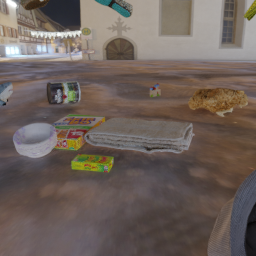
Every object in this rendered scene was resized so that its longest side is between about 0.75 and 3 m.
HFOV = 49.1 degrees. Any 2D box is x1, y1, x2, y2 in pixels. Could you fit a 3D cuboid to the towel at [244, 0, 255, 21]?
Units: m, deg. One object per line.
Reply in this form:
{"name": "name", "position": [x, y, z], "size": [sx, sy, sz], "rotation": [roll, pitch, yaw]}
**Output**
{"name": "towel", "position": [2.930, -2.709, 4.709], "size": [0.921, 0.193, 2.139], "rotation": [-50, 6, -27]}

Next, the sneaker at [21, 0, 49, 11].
{"name": "sneaker", "position": [-2.510, -3.403, 7.197], "size": [0.419, 0.561, 1.250], "rotation": [-35, 15, 26]}

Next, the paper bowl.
{"name": "paper bowl", "position": [-2.167, 0.323, 6.642], "size": [0.971, 0.505, 0.971], "rotation": [-2, 33, 1]}

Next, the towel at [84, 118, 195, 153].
{"name": "towel", "position": [0.393, 0.160, 7.586], "size": [2.664, 0.459, 1.766], "rotation": [5, 16, 19]}

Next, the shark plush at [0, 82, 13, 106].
{"name": "shark plush", "position": [-6.228, -1.519, 12.298], "size": [2.244, 0.935, 1.019], "rotation": [-1, 17, -4]}

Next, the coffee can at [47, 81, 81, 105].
{"name": "coffee can", "position": [-2.867, -1.578, 12.457], "size": [1.300, 0.951, 0.951], "rotation": [-8, 18, -25]}

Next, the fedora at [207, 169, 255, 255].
{"name": "fedora", "position": [1.459, 1.186, 2.953], "size": [1.781, 1.575, 0.804], "rotation": [-27, -2, -29]}

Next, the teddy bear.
{"name": "teddy bear", "position": [3.473, -1.028, 11.017], "size": [2.172, 1.000, 2.996], "rotation": [3, 8, -16]}

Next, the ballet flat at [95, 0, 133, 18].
{"name": "ballet flat", "position": [-0.593, -4.869, 10.645], "size": [1.790, 0.674, 0.607], "rotation": [20, -22, -25]}

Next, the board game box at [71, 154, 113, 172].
{"name": "board game box", "position": [-0.754, 0.747, 6.014], "size": [0.806, 0.192, 0.410], "rotation": [3, 17, 11]}

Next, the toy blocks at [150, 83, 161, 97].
{"name": "toy blocks", "position": [1.395, -1.942, 14.296], "size": [0.444, 0.607, 0.888], "rotation": [13, 22, 37]}

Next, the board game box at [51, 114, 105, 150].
{"name": "board game box", "position": [-1.583, 0.019, 8.251], "size": [1.258, 0.395, 2.634], "rotation": [4, 14, 12]}
